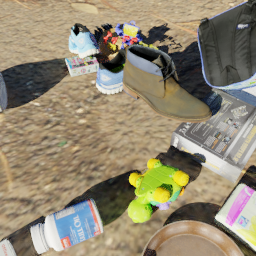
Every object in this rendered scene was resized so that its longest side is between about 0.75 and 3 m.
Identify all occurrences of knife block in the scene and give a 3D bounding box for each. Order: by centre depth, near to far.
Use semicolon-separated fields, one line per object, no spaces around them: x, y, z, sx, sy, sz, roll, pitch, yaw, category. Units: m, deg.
-0.497;-3.627;11.354;1.939;0.620;1.702;10;50;10;knife block

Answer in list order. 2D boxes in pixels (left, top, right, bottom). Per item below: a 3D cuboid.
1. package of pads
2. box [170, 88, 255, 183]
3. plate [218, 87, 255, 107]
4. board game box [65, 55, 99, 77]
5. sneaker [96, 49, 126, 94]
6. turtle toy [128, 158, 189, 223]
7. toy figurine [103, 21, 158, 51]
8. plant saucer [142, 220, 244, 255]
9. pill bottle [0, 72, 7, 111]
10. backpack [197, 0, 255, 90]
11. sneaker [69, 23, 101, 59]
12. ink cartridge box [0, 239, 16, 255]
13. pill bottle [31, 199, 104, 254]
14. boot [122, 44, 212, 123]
2.894;2.083;6.296;1.484;0.506;1.146;34;58;26;package of pads
2.706;0.064;7.989;1.995;0.609;2.519;31;54;22;box
4.114;-1.369;9.542;1.879;0.304;1.875;-30;56;-25;plate
-1.701;-2.364;10.422;1.065;0.342;0.786;-17;50;-14;board game box
0.214;-2.094;9.582;2.743;1.223;1.077;-22;52;-20;sneaker
0.639;1.496;6.586;1.654;0.836;1.205;-36;34;-24;turtle toy
0.224;-3.448;10.289;2.020;1.066;1.210;15;73;-6;toy figurine
1.318;2.970;5.584;2.209;0.381;2.209;0;49;0;plant saucer
-5.190;-1.016;8.426;2.631;1.474;1.474;-10;49;-10;pill bottle
3.390;-2.327;8.581;1.671;2.081;2.274;3;82;-44;backpack
-1.705;-3.422;10.568;0.982;1.126;2.504;-21;29;-17;sneaker
-2.740;2.870;5.638;1.004;0.417;0.736;-27;53;-22;ink cartridge box
-1.298;2.143;6.052;1.412;0.793;0.793;-19;51;-15;pill bottle
1.000;-1.233;7.753;2.952;1.431;1.103;27;54;26;boot
